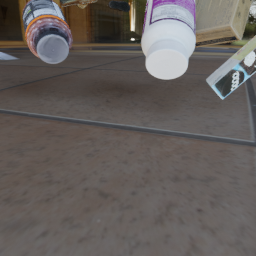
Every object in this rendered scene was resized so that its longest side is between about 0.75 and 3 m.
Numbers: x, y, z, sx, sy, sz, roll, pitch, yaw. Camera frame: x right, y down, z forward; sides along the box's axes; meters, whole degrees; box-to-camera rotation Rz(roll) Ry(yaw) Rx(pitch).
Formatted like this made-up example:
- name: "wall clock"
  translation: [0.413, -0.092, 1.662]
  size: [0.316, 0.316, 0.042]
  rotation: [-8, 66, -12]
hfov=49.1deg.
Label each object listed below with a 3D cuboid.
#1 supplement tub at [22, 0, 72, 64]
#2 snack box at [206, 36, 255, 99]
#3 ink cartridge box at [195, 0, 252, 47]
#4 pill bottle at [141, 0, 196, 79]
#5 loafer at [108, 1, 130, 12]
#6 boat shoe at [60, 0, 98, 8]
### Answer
- name: "supplement tub"
  translation: [-2.697, -3.222, 9.369]
  size: [1.467, 1.467, 2.742]
  rotation: [-7, 44, -19]
- name: "snack box"
  translation: [3.284, -1.928, 7.310]
  size: [0.496, 2.676, 1.554]
  rotation: [46, 19, -5]
- name: "ink cartridge box"
  translation: [2.715, -3.485, 8.334]
  size: [0.730, 1.944, 1.602]
  rotation: [29, -14, -40]
- name: "pill bottle"
  translation: [1.116, -2.627, 7.645]
  size: [1.437, 1.437, 2.559]
  rotation: [3, 59, 9]
- name: "loafer"
  translation: [-0.304, -4.048, 9.283]
  size: [0.840, 0.307, 0.300]
  rotation: [-1, 17, -34]
- name: "boat shoe"
  translation: [-1.774, -4.858, 10.654]
  size: [1.629, 0.602, 0.616]
  rotation: [-29, 53, -21]
